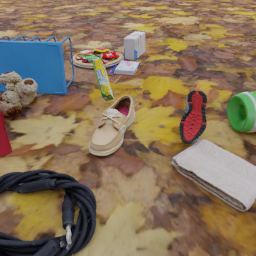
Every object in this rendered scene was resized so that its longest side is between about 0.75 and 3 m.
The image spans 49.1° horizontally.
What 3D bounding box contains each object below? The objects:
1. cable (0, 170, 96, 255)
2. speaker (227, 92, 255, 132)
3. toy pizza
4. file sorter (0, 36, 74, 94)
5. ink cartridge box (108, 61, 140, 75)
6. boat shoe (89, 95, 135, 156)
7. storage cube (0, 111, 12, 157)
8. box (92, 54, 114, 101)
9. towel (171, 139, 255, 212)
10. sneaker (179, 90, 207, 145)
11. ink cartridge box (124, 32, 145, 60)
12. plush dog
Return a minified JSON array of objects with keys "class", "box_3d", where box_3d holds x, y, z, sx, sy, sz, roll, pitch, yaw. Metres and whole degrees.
[{"class":"cable","box_3d":[-2.059,1.577,5.685,2.883,0.732,2.352,25,40,34]},{"class":"speaker","box_3d":[4.636,-0.607,8.579,2.934,1.298,1.298,-7,34,-11]},{"class":"toy pizza","box_3d":[-1.516,-3.545,13.843,2.601,0.412,2.601,-1,33,0]},{"class":"file sorter","box_3d":[-3.671,-2.602,11.063,2.797,1.941,1.716,3,30,5]},{"class":"ink cartridge box","box_3d":[-0.171,-2.783,12.852,1.214,0.263,1.192,8,34,11]},{"class":"boat shoe","box_3d":[-0.456,-0.186,8.248,0.946,0.888,2.566,9,34,14]},{"class":"storage cube","box_3d":[-4.834,-0.500,7.246,2.817,2.532,2.408,-23,39,-30]},{"class":"box","box_3d":[-0.890,-1.752,9.772,0.362,1.498,0.879,-14,-6,3]},{"class":"towel","box_3d":[2.260,1.026,6.865,1.415,0.368,2.135,-27,42,-34]},{"class":"sneaker","box_3d":[1.941,-0.192,8.161,0.727,0.876,1.833,12,56,16]},{"class":"ink cartridge box","box_3d":[0.356,-4.205,14.278,0.621,1.075,1.473,11,33,20]},{"class":"plush dog","box_3d":[-3.829,-0.991,9.501,1.605,1.288,1.378,25,59,27]}]
